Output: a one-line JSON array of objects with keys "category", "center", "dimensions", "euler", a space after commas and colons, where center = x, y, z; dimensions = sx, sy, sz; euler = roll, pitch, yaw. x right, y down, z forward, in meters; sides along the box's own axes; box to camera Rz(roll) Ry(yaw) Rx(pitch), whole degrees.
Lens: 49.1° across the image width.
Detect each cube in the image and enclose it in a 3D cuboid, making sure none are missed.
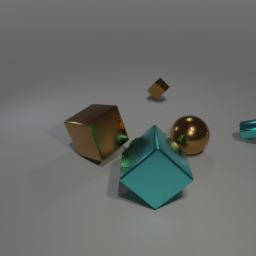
[{"category": "cube", "center": [-1.071, 0.106, 9.691], "dimensions": [1.400, 1.400, 1.400], "euler": [8, 36, 46]}, {"category": "cube", "center": [0.757, 1.056, 7.837], "dimensions": [1.400, 1.400, 1.400], "euler": [42, 20, -16]}, {"category": "cube", "center": [1.549, -1.986, 14.208], "dimensions": [0.700, 0.700, 0.700], "euler": [45, 43, -1]}]

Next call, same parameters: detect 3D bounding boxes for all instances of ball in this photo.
[{"category": "ball", "center": [2.193, 0.247, 9.982], "dimensions": [1.400, 1.400, 1.400], "euler": [0, 29, 0]}]

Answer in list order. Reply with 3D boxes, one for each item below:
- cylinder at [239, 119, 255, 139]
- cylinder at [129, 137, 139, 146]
[{"category": "cylinder", "center": [4.703, 0.038, 10.638], "dimensions": [0.700, 0.700, 0.700], "euler": [-10, 16, 44]}, {"category": "cylinder", "center": [0.464, 0.661, 9.710], "dimensions": [0.700, 0.700, 0.700], "euler": [10, 4, 18]}]
